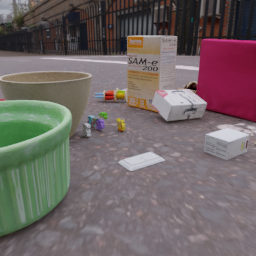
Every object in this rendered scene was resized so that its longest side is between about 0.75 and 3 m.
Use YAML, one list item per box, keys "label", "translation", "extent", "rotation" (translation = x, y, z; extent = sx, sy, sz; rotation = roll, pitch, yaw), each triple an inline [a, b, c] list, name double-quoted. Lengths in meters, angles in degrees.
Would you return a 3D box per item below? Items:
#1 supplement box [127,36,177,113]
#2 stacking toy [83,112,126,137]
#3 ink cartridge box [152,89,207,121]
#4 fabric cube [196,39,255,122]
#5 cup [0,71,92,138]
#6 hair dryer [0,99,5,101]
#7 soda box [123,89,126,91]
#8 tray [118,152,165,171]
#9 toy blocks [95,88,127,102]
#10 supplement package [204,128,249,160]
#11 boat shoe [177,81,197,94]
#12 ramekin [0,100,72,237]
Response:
- label: "supplement box"
  translation: [0.912, -2.234, 11.362]
  extent: [1.061, 2.886, 1.819]
  rotation: [-16, 23, -41]
- label: "stacking toy"
  translation: [-1.045, -0.150, 9.082]
  extent: [1.288, 0.401, 1.709]
  rotation: [-9, 18, -30]
- label: "ink cartridge box"
  translation: [1.839, -0.852, 10.072]
  extent: [1.571, 0.666, 1.144]
  rotation: [-5, 36, -28]
- label: "fabric cube"
  translation: [4.716, -2.032, 10.977]
  extent: [2.803, 2.750, 2.794]
  rotation: [-12, 22, -36]
- label: "cup"
  translation: [-2.280, -0.626, 8.153]
  extent: [2.516, 1.800, 2.516]
  rotation: [0, 17, 0]
- label: "hair dryer"
  translation: [-5.253, -0.925, 11.064]
  extent: [2.191, 0.595, 1.669]
  rotation: [-2, 17, -9]
- label: "soda box"
  translation: [-0.210, -1.750, 14.083]
  extent: [0.277, 0.298, 0.873]
  rotation: [9, 20, 25]
- label: "tray"
  translation: [0.326, 0.756, 6.634]
  extent: [1.022, 0.113, 0.549]
  rotation: [-12, 22, -32]
- label: "toy blocks"
  translation: [-0.754, -1.565, 13.135]
  extent: [1.464, 0.532, 1.220]
  rotation: [2, 18, 5]
- label: "supplement package"
  translation: [2.518, 0.387, 7.148]
  extent: [0.890, 0.493, 0.693]
  rotation: [-13, 22, -34]
- label: "boat shoe"
  translation: [2.904, -1.550, 12.323]
  extent: [1.055, 0.990, 2.861]
  rotation: [11, 21, 30]
- label: "ramekin"
  translation: [-2.401, 0.568, 4.876]
  extent: [2.944, 1.438, 2.944]
  rotation: [-2, 20, 1]
